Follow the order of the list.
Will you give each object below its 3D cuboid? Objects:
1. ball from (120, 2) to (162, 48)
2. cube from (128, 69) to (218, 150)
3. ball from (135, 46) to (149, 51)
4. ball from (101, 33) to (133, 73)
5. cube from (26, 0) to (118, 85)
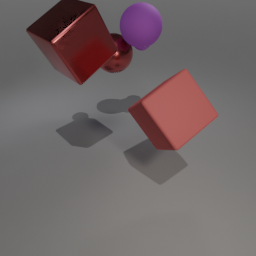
[{"bbox_3d":[0.427,-3.356,9.192,1.400,1.400,1.400,0,31,0],"label":"ball"},{"bbox_3d":[1.075,-0.399,7.092,1.400,1.400,1.400,-38,5,-13],"label":"cube"},{"bbox_3d":[0.520,-3.274,10.534,0.700,0.700,0.700,0,31,0],"label":"ball"},{"bbox_3d":[-0.522,-2.691,10.105,1.400,1.400,1.400,0,31,0],"label":"ball"},{"bbox_3d":[-1.392,-2.223,7.123,1.400,1.400,1.400,-46,49,-12],"label":"cube"}]
